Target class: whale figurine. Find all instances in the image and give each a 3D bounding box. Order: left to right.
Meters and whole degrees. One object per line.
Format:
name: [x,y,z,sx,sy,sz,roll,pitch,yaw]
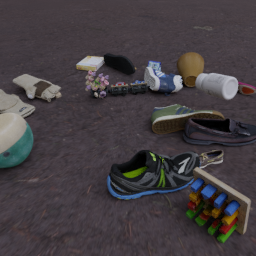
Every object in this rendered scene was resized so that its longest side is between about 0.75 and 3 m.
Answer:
whale figurine: [-4.217,0.751,8.602,2.793,1.449,2.222,-32,34,-5]

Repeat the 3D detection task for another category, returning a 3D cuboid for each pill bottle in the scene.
pill bottle: [2.811,-1.381,9.006,0.714,0.714,1.249,-19,27,-27]

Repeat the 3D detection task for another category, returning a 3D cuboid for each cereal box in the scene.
cereal box: [-2.102,-3.735,16.170,1.177,0.323,1.635,10,34,15]

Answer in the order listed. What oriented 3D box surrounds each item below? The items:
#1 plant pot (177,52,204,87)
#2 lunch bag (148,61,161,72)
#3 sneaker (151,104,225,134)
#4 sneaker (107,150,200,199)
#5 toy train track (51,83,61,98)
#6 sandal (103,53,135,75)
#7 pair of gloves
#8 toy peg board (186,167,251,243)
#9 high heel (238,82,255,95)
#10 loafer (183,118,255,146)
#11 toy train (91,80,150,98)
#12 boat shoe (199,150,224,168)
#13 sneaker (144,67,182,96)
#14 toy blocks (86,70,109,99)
plant pot: [3.136,-2.773,13.933,1.385,1.385,1.487,3,46,5]
lunch bag: [1.402,-3.165,14.890,0.650,0.764,0.487,13,35,17]
sneaker: [2.169,-0.498,10.610,2.688,0.901,1.207,-5,38,-2]
sneaker: [0.807,1.163,7.822,2.836,1.175,1.005,-11,36,-16]
toy train track: [-4.013,-1.973,13.418,2.308,0.375,1.324,27,42,34]
sandal: [-0.398,-3.677,15.470,0.611,0.960,2.554,-31,43,-29]
pair of gloves: [-4.586,-1.402,12.404,2.420,0.499,2.847,19,43,20]
toy peg board: [1.996,1.904,6.606,0.695,1.416,1.422,-38,47,-23]
high heel: [5.385,-2.047,13.310,1.647,0.555,0.792,20,49,34]
loafer: [3.343,0.052,9.821,2.750,0.866,0.988,-2,33,-3]
toy train: [-0.354,-1.825,12.999,2.775,0.473,0.636,-7,48,-10]
boat shoe: [2.471,0.968,8.871,1.232,0.367,0.442,-10,34,-14]
sneaker: [1.771,-2.310,13.613,1.607,0.884,2.195,2,27,-14]
toy blocks: [-1.258,-1.996,12.051,0.952,0.858,1.019,21,46,-28]
